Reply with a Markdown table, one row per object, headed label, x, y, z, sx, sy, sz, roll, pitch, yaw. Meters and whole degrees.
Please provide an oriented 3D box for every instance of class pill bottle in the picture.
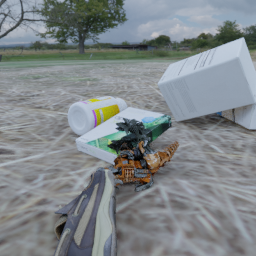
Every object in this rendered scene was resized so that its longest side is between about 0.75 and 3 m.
| label | x | y | z | sx | sy | sz | roll | pitch | yaw |
| --- | --- | --- | --- | --- | --- | --- | --- | --- | --- |
| pill bottle | -0.915 | -0.474 | 9.341 | 1.072 | 1.072 | 2.057 | 13 | 20 | 35 |

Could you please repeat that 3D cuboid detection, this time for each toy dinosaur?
| label | x | y | z | sx | sy | sz | roll | pitch | yaw |
| --- | --- | --- | --- | --- | --- | --- | --- | --- | --- |
| toy dinosaur | 0.231 | 0.664 | 6.200 | 2.131 | 1.089 | 1.446 | 1 | 48 | -49 |

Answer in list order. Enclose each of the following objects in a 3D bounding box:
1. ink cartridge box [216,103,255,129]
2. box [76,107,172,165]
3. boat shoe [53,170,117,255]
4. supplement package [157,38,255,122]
| label | x | y | z | sx | sy | sz | roll | pitch | yaw |
| --- | --- | --- | --- | --- | --- | --- | --- | --- | --- |
| ink cartridge box | 4.620 | -0.739 | 10.379 | 1.736 | 1.011 | 2.401 | 0 | 17 | -11 |
| box | -0.088 | 0.139 | 7.815 | 1.634 | 0.411 | 2.264 | 15 | 38 | 40 |
| boat shoe | -0.618 | 1.303 | 4.034 | 0.906 | 0.920 | 2.471 | -1 | 16 | -3 |
| supplement package | 2.832 | -1.624 | 9.862 | 2.845 | 1.725 | 1.704 | -13 | 29 | 36 |
